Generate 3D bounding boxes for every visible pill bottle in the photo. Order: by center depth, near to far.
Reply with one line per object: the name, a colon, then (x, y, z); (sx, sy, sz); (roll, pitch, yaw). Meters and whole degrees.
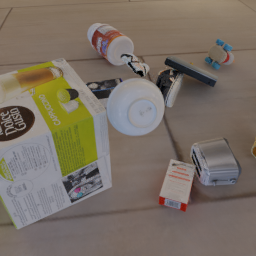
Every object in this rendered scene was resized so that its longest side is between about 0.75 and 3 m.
pill bottle: (-0.899, -3.948, 12.910); (1.342, 1.342, 2.392); (-23, 46, -24)

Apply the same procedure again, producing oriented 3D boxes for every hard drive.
hard drive: (2.535, -2.272, 11.097); (2.080, 0.342, 1.452); (28, 22, 11)

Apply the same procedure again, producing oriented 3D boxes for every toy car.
toy car: (4.286, -3.204, 12.547); (1.182, 1.089, 1.045); (8, 33, -36)

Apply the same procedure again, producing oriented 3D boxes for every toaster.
toaster: (2.403, 0.907, 7.892); (1.000, 0.880, 1.548); (-7, 49, -5)

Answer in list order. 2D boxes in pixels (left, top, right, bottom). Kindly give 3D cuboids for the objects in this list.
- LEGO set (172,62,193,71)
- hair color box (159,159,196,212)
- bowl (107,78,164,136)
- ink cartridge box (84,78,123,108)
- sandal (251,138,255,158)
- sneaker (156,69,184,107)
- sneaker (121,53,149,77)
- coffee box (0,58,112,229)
LEGO set: (2.484, -2.715, 12.226); (1.122, 0.417, 0.516); (-18, 45, -19)
hair color box: (1.347, 1.520, 7.577); (0.732, 0.422, 1.319); (13, 45, 15)
bowl: (0.220, -0.341, 5.513); (1.222, 1.222, 0.549); (-9, 20, -10)
ink cartridge box: (-0.856, -1.317, 10.661); (2.508, 0.492, 1.247); (-9, 42, -12)
sandal: (4.057, 0.687, 8.041); (0.917, 1.022, 2.786); (3, 47, -7)
sneaker: (1.465, -1.547, 10.590); (0.934, 0.922, 2.351); (17, 33, 10)
sneaker: (0.156, -1.534, 6.814); (0.787, 0.290, 0.315); (29, 60, -12)
coffee box: (-2.235, 0.293, 7.197); (2.684, 2.714, 2.710); (-21, 46, -22)
